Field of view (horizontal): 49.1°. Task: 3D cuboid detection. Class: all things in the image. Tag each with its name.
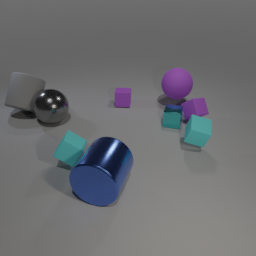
[{"bbox_3d":[-0.699,1.174,7.791,1.400,1.400,1.400,9,32,15],"label":"cylinder"},{"bbox_3d":[2.348,0.099,9.414,0.700,0.700,0.700,16,48,0],"label":"cube"},{"bbox_3d":[-4.333,-1.472,11.846,1.400,1.400,1.400,12,-4,1],"label":"cylinder"},{"bbox_3d":[2.707,-0.776,11.337,0.700,0.700,0.700,-9,-9,-36],"label":"cube"},{"bbox_3d":[-3.085,-0.867,11.260,1.400,1.400,1.400,0,30,0],"label":"ball"},{"bbox_3d":[2.199,-1.981,12.549,1.400,1.400,1.400,0,30,0],"label":"ball"},{"bbox_3d":[-1.787,0.627,8.700,0.700,0.700,0.700,31,20,-13],"label":"cube"},{"bbox_3d":[1.805,-0.461,11.274,0.700,0.700,0.700,8,34,13],"label":"cube"},{"bbox_3d":[-0.225,-1.416,12.892,0.700,0.700,0.700,3,26,3],"label":"cube"}]
